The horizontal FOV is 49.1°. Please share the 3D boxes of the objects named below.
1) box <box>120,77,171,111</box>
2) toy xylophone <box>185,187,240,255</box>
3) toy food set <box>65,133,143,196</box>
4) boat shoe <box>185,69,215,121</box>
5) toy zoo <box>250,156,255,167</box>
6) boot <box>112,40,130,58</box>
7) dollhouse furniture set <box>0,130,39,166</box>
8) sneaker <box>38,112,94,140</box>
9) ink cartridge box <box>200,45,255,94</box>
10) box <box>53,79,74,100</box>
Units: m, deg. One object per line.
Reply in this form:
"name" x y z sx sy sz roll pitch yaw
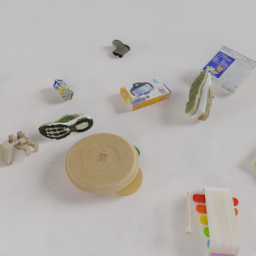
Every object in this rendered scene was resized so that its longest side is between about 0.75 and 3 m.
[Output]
"box" 0.802 -1.480 11.623 1.976 0.410 1.176 -22 52 -16
"toy xylophone" 2.397 2.526 7.976 1.578 0.542 2.155 10 49 9
"toy food set" -0.798 1.113 9.183 2.506 0.610 2.480 -5 49 -5
"boat shoe" 2.965 -1.296 11.188 0.819 0.894 2.393 31 61 -13
"toy zoo" 5.689 1.430 9.121 1.796 0.280 2.737 -35 57 -27
"boot" -0.526 -3.915 13.804 1.166 0.395 0.762 32 61 27
"dollhouse furniture set" -3.808 0.731 9.669 0.966 0.684 1.052 30 34 23
"sneaker" -2.313 -0.165 10.350 1.960 0.754 0.869 -12 39 -19
"ink cartridge box" 4.378 -2.565 12.218 1.766 0.420 1.787 37 70 22
"box" -2.693 -1.603 11.671 0.356 0.387 1.106 -6 41 -46
